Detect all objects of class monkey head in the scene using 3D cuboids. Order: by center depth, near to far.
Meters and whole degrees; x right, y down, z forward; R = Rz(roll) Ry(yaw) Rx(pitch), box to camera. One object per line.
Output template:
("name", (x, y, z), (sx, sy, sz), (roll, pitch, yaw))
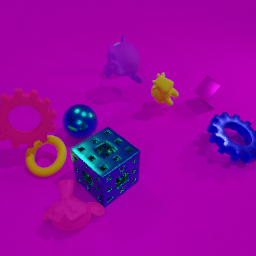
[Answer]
("monkey head", (-1.299, 1.740, 6.277), (1.462, 0.881, 1.051), (-7, 66, 4))
("monkey head", (-0.222, -2.225, 9.569), (1.114, 1.330, 1.849), (-16, 81, -28))

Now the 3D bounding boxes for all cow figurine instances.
("cow figurine", (1.074, -1.247, 9.041), (0.667, 1.195, 1.215), (-55, 28, -9))

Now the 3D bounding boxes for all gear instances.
("gear", (-2.636, -0.229, 7.146), (1.548, 1.548, 0.286), (-12, 26, -13))
("gear", (3.091, 0.249, 8.065), (1.641, 0.304, 1.641), (11, 47, -12))

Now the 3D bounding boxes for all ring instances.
("ring", (-2.229, 0.748, 7.601), (1.151, 0.230, 1.151), (-3, 68, 9))

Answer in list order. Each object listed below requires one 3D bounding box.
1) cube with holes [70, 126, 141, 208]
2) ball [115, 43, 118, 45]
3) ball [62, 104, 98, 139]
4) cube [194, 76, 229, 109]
("cube with holes", (-0.544, 0.947, 7.001), (1.190, 1.190, 1.190), (-32, 51, -31))
("ball", (-0.270, -2.858, 10.673), (0.763, 0.763, 0.763), (0, 43, 0))
("ball", (-1.425, -0.202, 8.342), (1.050, 1.050, 1.050), (0, 43, 0))
("cube", (2.823, -1.199, 9.486), (0.704, 0.704, 0.704), (23, 20, -47))
